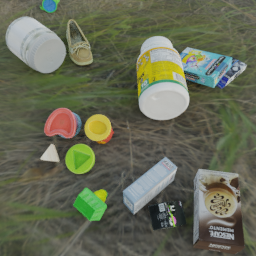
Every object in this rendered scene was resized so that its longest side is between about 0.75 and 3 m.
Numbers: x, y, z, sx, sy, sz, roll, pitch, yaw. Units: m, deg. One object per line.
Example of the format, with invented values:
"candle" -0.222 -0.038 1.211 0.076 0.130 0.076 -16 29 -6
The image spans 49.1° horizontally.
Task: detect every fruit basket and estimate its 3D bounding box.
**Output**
"fruit basket" -0.908 1.977 7.464 0.872 0.629 0.872 25 17 -8

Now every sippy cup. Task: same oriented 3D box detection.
"sippy cup" -3.705 -5.913 13.270 0.884 0.694 0.648 4 40 -17

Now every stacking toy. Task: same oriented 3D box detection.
"stacking toy" -1.551 0.414 8.674 2.047 0.864 1.853 15 81 15

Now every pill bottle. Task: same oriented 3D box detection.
"pill bottle" 1.096 -1.807 9.559 1.592 1.592 2.824 -1 53 -1

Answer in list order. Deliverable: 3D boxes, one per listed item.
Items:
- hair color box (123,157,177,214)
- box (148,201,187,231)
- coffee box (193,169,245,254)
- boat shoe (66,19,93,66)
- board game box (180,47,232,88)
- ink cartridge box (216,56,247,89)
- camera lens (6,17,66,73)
"hair color box" 0.595 1.547 7.563 1.552 0.768 0.471 -34 60 -23
"box" 0.979 2.155 6.927 0.505 0.812 0.603 -26 64 33
"coffee box" 2.266 2.097 7.163 1.066 0.753 1.886 6 53 5
"boat shoe" -2.023 -3.446 11.311 0.866 0.747 2.374 -13 54 -10
"board game box" 2.661 -2.300 10.411 1.863 0.437 1.407 24 56 32
"ink cartridge box" 3.736 -2.133 10.624 1.544 0.303 0.768 -39 62 -24
"camera lens" -3.505 -3.144 10.585 1.937 1.550 1.550 39 62 25
